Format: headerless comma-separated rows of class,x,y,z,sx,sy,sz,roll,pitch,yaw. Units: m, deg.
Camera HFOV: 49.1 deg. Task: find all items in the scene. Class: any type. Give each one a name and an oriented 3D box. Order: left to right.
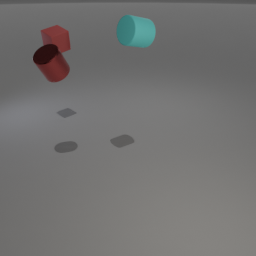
cylinder,-1.944,-1.648,7.159,0.700,0.700,0.700,-7,58,12
cube,-2.519,-3.081,9.807,0.700,0.700,0.700,-33,53,-31
cylinder,0.195,-2.359,6.880,0.700,0.700,0.700,-9,27,-43
